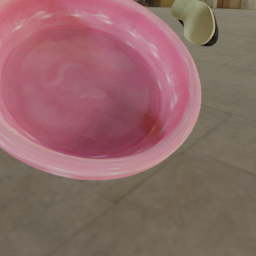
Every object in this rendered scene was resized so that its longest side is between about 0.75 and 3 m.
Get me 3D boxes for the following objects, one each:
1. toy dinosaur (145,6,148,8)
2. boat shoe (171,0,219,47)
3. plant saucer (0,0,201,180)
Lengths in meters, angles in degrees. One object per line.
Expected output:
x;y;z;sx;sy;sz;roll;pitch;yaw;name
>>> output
0.240;-4.403;11.371;0.592;1.343;0.319;25;7;-1;toy dinosaur
2.012;-3.034;7.989;0.823;0.961;2.627;23;32;-28;boat shoe
-0.523;-0.685;3.755;2.995;0.759;2.995;8;59;-14;plant saucer
